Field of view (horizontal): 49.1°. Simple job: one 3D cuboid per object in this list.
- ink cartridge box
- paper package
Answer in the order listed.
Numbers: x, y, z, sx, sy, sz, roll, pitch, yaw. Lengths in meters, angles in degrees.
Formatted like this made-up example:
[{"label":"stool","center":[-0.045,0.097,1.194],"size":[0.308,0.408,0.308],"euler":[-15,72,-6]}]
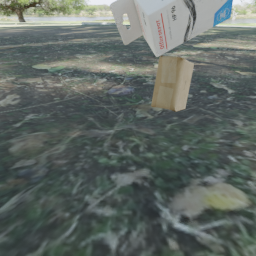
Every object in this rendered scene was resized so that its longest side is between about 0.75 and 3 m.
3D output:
[{"label":"ink cartridge box","center":[1.119,-2.859,6.853],"size":[2.773,1.609,0.941],"euler":[-28,65,3]},{"label":"paper package","center":[0.789,-0.757,4.828],"size":[0.447,0.864,0.823],"euler":[13,12,22]}]
